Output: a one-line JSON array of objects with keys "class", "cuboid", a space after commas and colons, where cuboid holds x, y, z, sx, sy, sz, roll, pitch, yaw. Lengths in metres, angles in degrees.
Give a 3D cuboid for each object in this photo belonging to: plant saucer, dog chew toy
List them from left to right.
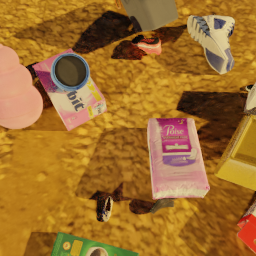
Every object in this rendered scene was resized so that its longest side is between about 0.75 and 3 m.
[{"class": "dog chew toy", "cuboid": [-3.898, -1.373, 9.235, 1.737, 2.789, 1.737, -5, 33, 3]}, {"class": "plant saucer", "cuboid": [4.506, 0.684, 8.786, 2.784, 0.674, 2.783, 17, 58, 35]}]

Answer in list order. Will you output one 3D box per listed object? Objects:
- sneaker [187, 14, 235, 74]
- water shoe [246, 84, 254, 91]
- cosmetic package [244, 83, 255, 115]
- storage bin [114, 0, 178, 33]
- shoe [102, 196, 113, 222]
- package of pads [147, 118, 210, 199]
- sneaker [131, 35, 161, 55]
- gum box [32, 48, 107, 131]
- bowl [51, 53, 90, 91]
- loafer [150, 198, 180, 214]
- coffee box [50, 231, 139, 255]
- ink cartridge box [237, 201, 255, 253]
[{"class": "sneaker", "cuboid": [3.760, -3.713, 11.331, 1.644, 1.150, 2.847, -20, 64, -7]}, {"class": "water shoe", "cuboid": [4.959, -1.609, 10.763, 0.828, 0.327, 0.296, -3, 64, -1]}, {"class": "cosmetic package", "cuboid": [5.624, -0.857, 9.806, 2.534, 1.430, 1.028, 20, 66, 12]}, {"class": "storage bin", "cuboid": [0.666, -4.804, 10.918, 2.031, 2.790, 1.874, -28, 110, -8]}, {"class": "shoe", "cuboid": [-0.654, 2.538, 8.813, 0.279, 0.213, 0.798, 10, 65, 5]}, {"class": "package of pads", "cuboid": [1.500, 0.917, 8.911, 1.620, 1.017, 2.689, 0, 51, -2]}, {"class": "sneaker", "cuboid": [0.720, -3.317, 11.423, 0.584, 0.687, 1.585, -46, 46, -17]}, {"class": "gum box", "cuboid": [-2.191, -1.519, 10.365, 1.606, 0.936, 2.829, -29, 68, -12]}, {"class": "bowl", "cuboid": [-1.932, -1.882, 9.418, 1.288, 1.288, 0.253, -9, 25, -4]}, {"class": "loafer", "cuboid": [1.278, 2.292, 8.798, 1.344, 0.489, 0.486, -36, 73, -15]}, {"class": "coffee box", "cuboid": [-1.022, 3.996, 7.920, 2.465, 0.542, 1.516, 11, 65, 6]}, {"class": "ink cartridge box", "cuboid": [4.408, 2.791, 8.324, 2.562, 0.862, 1.489, -41, 71, -18]}]
